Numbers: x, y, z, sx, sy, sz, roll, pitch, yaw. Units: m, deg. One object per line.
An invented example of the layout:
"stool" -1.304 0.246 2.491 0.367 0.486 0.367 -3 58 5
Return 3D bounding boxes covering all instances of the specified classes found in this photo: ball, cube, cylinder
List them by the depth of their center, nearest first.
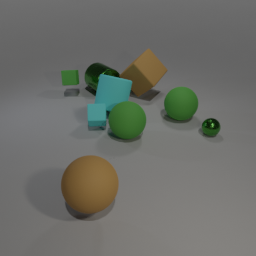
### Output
"ball" -0.929 1.373 6.882 1.400 1.400 1.400 0 30 0
"ball" -0.023 -0.291 10.344 1.400 1.400 1.400 0 30 0
"ball" 3.157 -0.032 10.647 0.700 0.700 0.700 0 30 0
"cube" -1.209 -0.501 10.945 0.700 0.700 0.700 -2 73 -5
"ball" 2.201 -1.012 11.626 1.400 1.400 1.400 0 30 0
"cylinder" -0.641 -1.468 12.000 1.400 1.400 1.400 12 9 -2
"cube" 0.735 -2.627 13.416 1.400 1.400 1.400 -51 13 -33
"cube" -2.787 -2.445 13.568 0.700 0.700 0.700 -2 13 1
"cylinder" -1.277 -2.453 14.139 1.400 1.400 1.400 -19 35 -29
